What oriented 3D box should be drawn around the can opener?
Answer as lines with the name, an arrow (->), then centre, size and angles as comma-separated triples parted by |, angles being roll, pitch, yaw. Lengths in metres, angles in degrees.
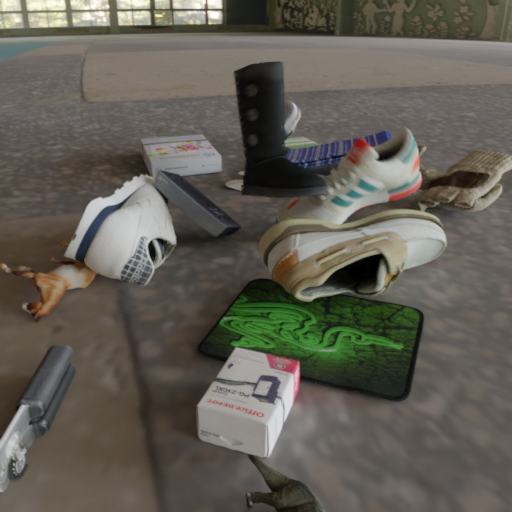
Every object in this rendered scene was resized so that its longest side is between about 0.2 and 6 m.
can opener -> -2.544, 1.669, 6.048 | 0.647, 0.516, 1.936 | 1, 26, 0

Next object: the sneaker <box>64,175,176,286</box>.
sneaker -> -2.010, -0.428, 9.710 | 1.369, 1.299, 3.401 | 26, 23, -3

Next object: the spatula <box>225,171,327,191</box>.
spatula -> 0.704, -1.744, 13.252 | 2.503, 0.201, 1.741 | 13, 28, 18

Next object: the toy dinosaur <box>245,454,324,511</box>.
toy dinosaur -> 0.352, 2.312, 4.918 | 0.739, 0.556, 1.444 | -2, 19, -30

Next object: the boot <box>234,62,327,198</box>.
boot -> 0.415, -2.252, 9.999 | 1.965, 2.384, 0.782 | 8, 12, 43

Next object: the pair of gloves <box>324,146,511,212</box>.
pair of gloves -> 3.769, -1.781, 12.795 | 3.606, 0.632, 3.066 | 13, 34, 32

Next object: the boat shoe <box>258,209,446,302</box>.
boat shoe -> 1.670, 0.086, 8.543 | 3.242, 1.212, 1.109 | -7, 49, -23

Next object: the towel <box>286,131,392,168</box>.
towel -> 2.037, -2.696, 14.054 | 2.730, 0.326, 1.976 | -8, 21, 12

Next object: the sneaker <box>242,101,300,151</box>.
sneaker -> 0.367, -2.547, 11.535 | 0.554, 1.412, 0.561 | 57, 22, 14

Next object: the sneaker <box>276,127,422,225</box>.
sneaker -> 1.680, -1.459, 10.475 | 3.014, 1.409, 1.061 | -22, 45, -5

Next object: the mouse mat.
mouse mat -> 0.840, 1.027, 7.760 | 2.757, 0.104, 2.219 | 9, 28, 18

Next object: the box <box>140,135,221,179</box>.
box -> -2.026, -2.641, 14.669 | 1.767, 0.467, 2.267 | -8, 29, -15

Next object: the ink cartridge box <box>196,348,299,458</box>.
ink cartridge box -> -0.065, 1.591, 6.236 | 0.817, 0.476, 1.128 | 9, 28, 18

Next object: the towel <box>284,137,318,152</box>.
towel -> 1.201, -3.145, 16.014 | 1.076, 0.165, 1.411 | -11, 28, -22

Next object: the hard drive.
hard drive -> -1.095, -0.943, 10.372 | 1.645, 0.348, 1.110 | 40, 11, 9

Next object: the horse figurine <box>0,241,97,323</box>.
horse figurine -> -3.075, 0.288, 8.804 | 1.180, 0.444, 1.780 | 28, 31, 24
